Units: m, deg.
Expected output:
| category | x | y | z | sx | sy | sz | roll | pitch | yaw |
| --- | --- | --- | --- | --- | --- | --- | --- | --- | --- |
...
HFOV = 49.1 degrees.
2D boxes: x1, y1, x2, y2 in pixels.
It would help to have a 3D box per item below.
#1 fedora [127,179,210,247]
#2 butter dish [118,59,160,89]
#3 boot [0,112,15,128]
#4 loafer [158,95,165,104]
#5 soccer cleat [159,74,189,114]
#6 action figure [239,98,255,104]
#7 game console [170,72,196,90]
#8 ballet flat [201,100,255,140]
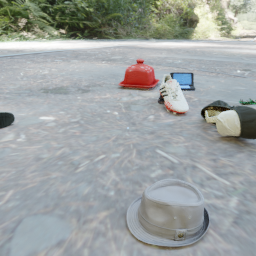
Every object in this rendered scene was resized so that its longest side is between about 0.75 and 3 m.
| category | x | y | z | sx | sy | sz | roll | pitch | yaw |
| --- | --- | --- | --- | --- | --- | --- | --- | --- | --- |
| fedora | 0.677 | 1.256 | 4.548 | 1.380 | 0.623 | 1.220 | 4 | 27 | 0 |
| butter dish | 0.591 | -2.747 | 13.892 | 1.823 | 1.348 | 1.818 | 6 | 23 | 15 |
| boot | -4.442 | -0.284 | 8.760 | 1.438 | 0.519 | 1.086 | -20 | 26 | -41 |
| loafer | 1.378 | -1.216 | 11.443 | 0.320 | 0.280 | 0.889 | 3 | 22 | 7 |
| soccer cleat | 1.689 | -1.287 | 10.494 | 0.757 | 0.940 | 2.207 | -3 | 32 | -9 |
| action figure | 4.917 | -1.064 | 11.182 | 0.810 | 0.222 | 0.479 | 2 | 18 | -4 |
| game console | 2.633 | -2.259 | 13.542 | 1.186 | 0.702 | 1.013 | 0 | 21 | 3 |
| ballet flat | 2.909 | -0.202 | 8.182 | 0.951 | 0.946 | 2.782 | -12 | 13 | -5 |
